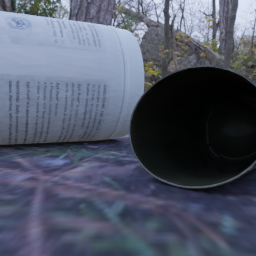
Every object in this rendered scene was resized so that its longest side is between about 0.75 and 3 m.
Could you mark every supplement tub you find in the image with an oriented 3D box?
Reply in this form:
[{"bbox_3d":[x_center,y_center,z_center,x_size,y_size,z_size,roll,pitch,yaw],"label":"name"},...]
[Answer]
[{"bbox_3d":[-1.410,-0.694,4.181,2.851,1.881,1.881,0,3,-25],"label":"supplement tub"}]

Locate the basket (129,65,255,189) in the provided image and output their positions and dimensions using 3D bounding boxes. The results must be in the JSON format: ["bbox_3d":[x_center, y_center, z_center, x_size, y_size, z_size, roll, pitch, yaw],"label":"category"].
[{"bbox_3d":[0.742,0.011,2.150,1.005,0.758,1.114,-9,-8,43],"label":"basket"}]
